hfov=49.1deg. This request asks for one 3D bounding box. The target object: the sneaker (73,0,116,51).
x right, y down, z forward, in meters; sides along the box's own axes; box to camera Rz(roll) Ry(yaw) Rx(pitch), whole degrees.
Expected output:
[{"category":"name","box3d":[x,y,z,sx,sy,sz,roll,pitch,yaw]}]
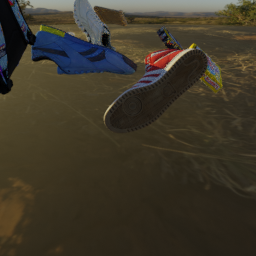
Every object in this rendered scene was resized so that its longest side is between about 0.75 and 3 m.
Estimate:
[{"category":"sneaker","box3d":[-1.198,-3.716,10.449,0.978,2.602,1.054,-24,4,-43]}]

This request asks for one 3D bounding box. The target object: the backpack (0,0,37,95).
[{"category":"backpack","box3d":[-2.631,-1.822,4.629,1.400,2.081,1.900,3,51,5]}]

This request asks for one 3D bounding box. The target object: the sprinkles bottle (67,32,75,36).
[{"category":"sprinkles bottle","box3d":[-2.349,-3.283,11.631,0.469,1.373,0.469,-11,-16,-3]}]

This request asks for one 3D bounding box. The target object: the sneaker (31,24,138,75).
[{"category":"sneaker","box3d":[-1.091,-1.635,6.944,2.601,1.020,0.857,18,0,-5]}]

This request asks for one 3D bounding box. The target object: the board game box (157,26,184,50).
[{"category":"board game box","box3d":[1.243,-2.313,7.783,0.811,0.278,0.981,37,25,-32]}]

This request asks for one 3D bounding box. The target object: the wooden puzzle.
[{"category":"wooden puzzle","box3d":[-0.529,-3.541,8.808,0.922,0.172,0.853,15,-6,16]}]

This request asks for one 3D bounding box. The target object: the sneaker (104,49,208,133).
[{"category":"sneaker","box3d":[0.409,-0.839,5.846,2.330,0.830,1.310,-37,25,-2]}]

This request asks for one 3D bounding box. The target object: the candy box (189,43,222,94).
[{"category":"candy box","box3d":[2.428,-2.006,8.991,1.361,0.352,2.662,44,28,-6]}]
